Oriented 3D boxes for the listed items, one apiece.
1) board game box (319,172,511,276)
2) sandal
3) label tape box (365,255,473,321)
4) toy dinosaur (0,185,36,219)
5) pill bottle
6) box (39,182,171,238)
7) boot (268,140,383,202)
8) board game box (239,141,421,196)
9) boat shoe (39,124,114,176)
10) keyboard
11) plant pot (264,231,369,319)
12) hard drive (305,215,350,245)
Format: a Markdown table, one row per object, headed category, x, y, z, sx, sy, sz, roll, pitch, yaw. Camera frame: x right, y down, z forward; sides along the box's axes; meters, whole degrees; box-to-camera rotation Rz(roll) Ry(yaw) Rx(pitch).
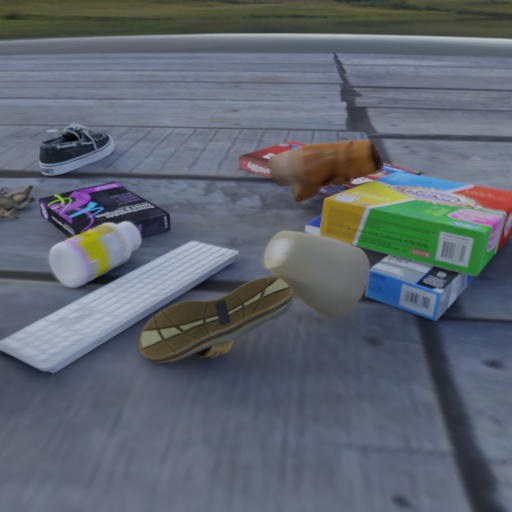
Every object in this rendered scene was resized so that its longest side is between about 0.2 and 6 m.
| category | x | y | z | sx | sy | sz | roll | pitch | yaw |
| --- | --- | --- | --- | --- | --- | --- | --- | --- | --- |
| board game box | 2.679 | -0.639 | 8.692 | 2.280 | 0.601 | 2.980 | 16 | 23 | 29 |
| sandal | -0.432 | 0.810 | 6.340 | 1.900 | 0.513 | 0.763 | -21 | 38 | 7 |
| label tape box | 2.294 | 0.267 | 7.715 | 1.013 | 0.467 | 1.413 | 19 | 33 | 33 |
| toy dinosaur | -4.792 | -0.918 | 10.240 | 0.987 | 0.568 | 1.952 | 0 | 14 | 37 |
| pill bottle | -2.295 | -0.075 | 8.165 | 0.666 | 0.666 | 1.277 | 16 | 30 | 29 |
| box | -2.688 | -0.743 | 9.847 | 1.519 | 0.384 | 2.125 | -20 | 34 | -35 |
| boot | 1.368 | -1.564 | 9.884 | 1.722 | 0.851 | 2.219 | -8 | -10 | 21 |
| board game box | 1.503 | -1.872 | 12.183 | 3.571 | 0.347 | 1.838 | 23 | 35 | 38 |
| boat shoe | -4.219 | -2.660 | 13.183 | 0.920 | 0.851 | 2.493 | 11 | 28 | 21 |
| keyboard | -1.648 | 0.507 | 7.511 | 0.979 | 0.185 | 3.478 | 18 | 32 | 30 |
| plant pot | 0.644 | 0.120 | 6.687 | 1.026 | 0.961 | 0.961 | 28 | 14 | -28 |
| hard drive | 1.610 | -0.610 | 9.801 | 0.917 | 0.176 | 1.390 | 18 | 31 | 31 |
